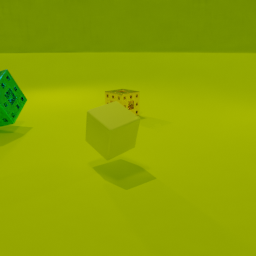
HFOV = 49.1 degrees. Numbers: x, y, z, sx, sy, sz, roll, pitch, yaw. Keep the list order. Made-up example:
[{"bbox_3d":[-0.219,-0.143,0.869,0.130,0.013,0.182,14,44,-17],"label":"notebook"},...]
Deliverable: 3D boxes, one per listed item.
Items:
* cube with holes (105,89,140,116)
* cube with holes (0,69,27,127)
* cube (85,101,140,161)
[{"bbox_3d":[-0.200,-0.862,9.853,0.864,0.864,0.864,-16,23,-42],"label":"cube with holes"},{"bbox_3d":[-3.840,-0.800,8.030,1.130,1.130,1.130,-10,41,14],"label":"cube with holes"},{"bbox_3d":[-0.323,0.037,5.644,0.764,0.764,0.764,-23,47,-37],"label":"cube"}]
